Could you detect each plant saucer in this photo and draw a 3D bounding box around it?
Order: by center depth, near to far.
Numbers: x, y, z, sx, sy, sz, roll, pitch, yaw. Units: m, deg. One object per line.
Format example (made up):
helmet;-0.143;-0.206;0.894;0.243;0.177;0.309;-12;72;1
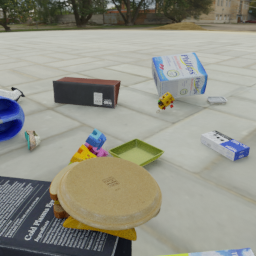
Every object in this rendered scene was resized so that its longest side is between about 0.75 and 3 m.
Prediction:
plant saucer;0.246;0.804;8.357;1.227;0.294;1.229;-21;32;-39

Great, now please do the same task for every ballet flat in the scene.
ballet flat;-3.128;0.353;9.235;0.424;0.430;1.262;-3;25;-25

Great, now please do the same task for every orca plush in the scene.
orca plush;-5.667;-1.263;12.210;0.931;1.378;2.619;-27;22;16

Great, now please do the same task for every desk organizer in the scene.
desk organizer;-1.861;-1.709;13.004;2.974;1.067;1.145;6;23;14

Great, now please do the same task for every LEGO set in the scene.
LEGO set;-0.911;0.893;7.414;0.999;0.929;2.435;34;32;-2

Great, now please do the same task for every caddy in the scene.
caddy;-4.572;-0.259;9.296;2.124;1.501;1.115;-17;23;-32

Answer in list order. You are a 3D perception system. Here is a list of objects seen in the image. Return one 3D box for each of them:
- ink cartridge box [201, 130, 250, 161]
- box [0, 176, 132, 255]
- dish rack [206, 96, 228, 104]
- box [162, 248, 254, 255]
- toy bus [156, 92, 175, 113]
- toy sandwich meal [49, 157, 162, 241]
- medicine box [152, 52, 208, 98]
ink cartridge box;3.058;0.532;8.932;0.670;0.315;1.426;-14;28;-25
box;-1.014;1.892;3.613;2.016;2.214;1.153;4;25;9
dish rack;4.143;-1.293;13.116;0.861;0.187;0.739;0;25;0
box;1.068;2.463;4.202;1.930;0.460;1.177;-7;23;3
toy bus;1.513;-1.126;11.763;0.811;0.444;0.859;-10;46;33
toy sandwich meal;-0.249;0.759;3.101;1.258;0.431;1.258;7;27;-4
medicine box;2.383;-2.513;13.370;2.200;1.132;2.004;-9;47;-3
